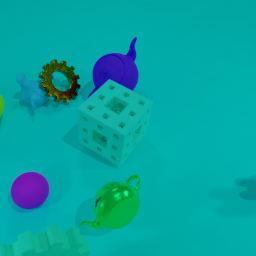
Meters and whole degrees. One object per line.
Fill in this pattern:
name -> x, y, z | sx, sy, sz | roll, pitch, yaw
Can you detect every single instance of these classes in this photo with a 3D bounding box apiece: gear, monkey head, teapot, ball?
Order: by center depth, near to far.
gear -> -1.377, 2.084, 4.254 | 1.562, 1.562, 0.289 | -20, 47, -15
teapot -> -0.284, 1.367, 5.012 | 1.393, 0.866, 0.682 | -43, 39, -11
ball -> -1.983, 1.264, 5.690 | 0.751, 0.751, 0.751 | 0, 51, 0
teapot -> -0.346, -1.443, 7.275 | 1.257, 0.990, 2.021 | 43, 98, 18
monkey head -> -2.514, -1.073, 7.500 | 0.752, 0.898, 1.248 | 7, 55, 16
gear -> -1.834, -1.263, 7.585 | 0.212, 1.146, 1.146 | -13, 34, 48

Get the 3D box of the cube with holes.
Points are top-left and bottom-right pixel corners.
cube with holes -> -0.308, -0.122, 6.392 | 1.173, 1.173, 1.173 | 29, 53, 16

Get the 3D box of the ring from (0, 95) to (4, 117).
ring -> -3.680, -0.398, 7.131 | 1.207, 0.241, 1.207 | -11, 58, 19
